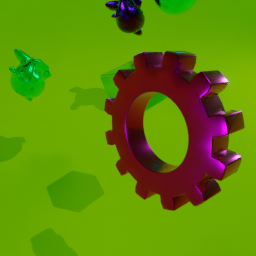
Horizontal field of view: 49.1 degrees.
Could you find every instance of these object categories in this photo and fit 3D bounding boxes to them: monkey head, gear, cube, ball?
[{"bbox_3d":[-0.123,-3.430,8.569,1.247,1.044,1.733,6,2,26],"label":"monkey head"},{"bbox_3d":[0.453,0.033,3.638,0.367,1.987,1.987,-14,40,-41],"label":"gear"},{"bbox_3d":[-2.508,-1.306,6.798,1.143,1.589,0.957,37,72,5],"label":"monkey head"},{"bbox_3d":[0.121,-0.789,5.350,0.819,0.819,0.819,-32,24,-30],"label":"cube"},{"bbox_3d":[1.335,-3.873,7.818,1.327,1.327,1.327,0,41,0],"label":"ball"}]
